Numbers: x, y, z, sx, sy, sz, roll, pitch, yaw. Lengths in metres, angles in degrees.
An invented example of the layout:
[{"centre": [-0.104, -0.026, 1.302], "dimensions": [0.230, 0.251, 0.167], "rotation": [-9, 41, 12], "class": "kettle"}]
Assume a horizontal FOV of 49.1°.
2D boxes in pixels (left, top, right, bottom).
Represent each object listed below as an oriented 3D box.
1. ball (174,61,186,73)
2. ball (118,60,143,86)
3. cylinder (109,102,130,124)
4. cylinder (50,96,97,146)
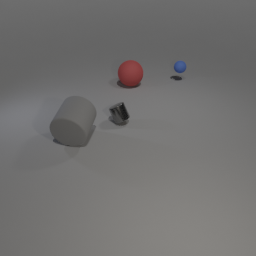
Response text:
[{"centre": [2.959, -3.468, 15.903], "dimensions": [0.700, 0.700, 0.700], "rotation": [0, 31, 0], "class": "ball"}, {"centre": [0.140, -2.996, 15.319], "dimensions": [1.400, 1.400, 1.400], "rotation": [0, 31, 0], "class": "ball"}, {"centre": [-0.364, -0.643, 11.888], "dimensions": [0.700, 0.700, 0.700], "rotation": [-24, 16, 7], "class": "cylinder"}, {"centre": [-2.041, -0.270, 10.595], "dimensions": [1.400, 1.400, 1.400], "rotation": [6, 42, 10], "class": "cylinder"}]
